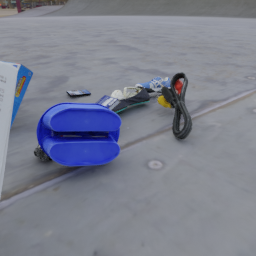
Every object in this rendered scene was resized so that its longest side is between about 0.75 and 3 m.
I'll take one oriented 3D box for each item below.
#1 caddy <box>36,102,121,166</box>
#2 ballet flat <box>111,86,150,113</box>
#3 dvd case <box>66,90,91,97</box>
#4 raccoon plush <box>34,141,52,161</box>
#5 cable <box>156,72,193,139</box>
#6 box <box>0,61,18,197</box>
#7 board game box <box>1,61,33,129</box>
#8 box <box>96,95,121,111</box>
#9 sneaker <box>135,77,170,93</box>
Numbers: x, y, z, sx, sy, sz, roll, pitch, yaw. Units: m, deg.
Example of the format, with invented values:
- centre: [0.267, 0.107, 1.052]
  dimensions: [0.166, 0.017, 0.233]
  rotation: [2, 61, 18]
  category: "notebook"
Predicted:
- centre: [-1.125, 0.138, 6.828]
  dimensions: [2.088, 1.476, 1.096]
  rotation: [1, 9, -21]
  category: "caddy"
- centre: [-0.143, -1.039, 10.042]
  dimensions: [2.252, 0.823, 0.823]
  rotation: [-22, 34, -36]
  category: "ballet flat"
- centre: [-2.053, -1.457, 11.663]
  dimensions: [0.882, 0.077, 0.629]
  rotation: [-9, 26, -26]
  category: "dvd case"
- centre: [-2.100, 0.316, 7.313]
  dimensions: [0.539, 0.746, 1.113]
  rotation: [14, 27, -14]
  category: "raccoon plush"
- centre: [1.731, -0.786, 9.091]
  dimensions: [0.727, 1.403, 2.889]
  rotation: [33, 24, -33]
  category: "cable"
- centre: [-3.224, 0.208, 3.754]
  dimensions: [2.561, 2.205, 2.574]
  rotation: [19, 52, -36]
  category: "box"
- centre: [-4.238, -1.120, 8.962]
  dimensions: [1.981, 2.023, 0.565]
  rotation: [14, -10, 30]
  category: "board game box"
- centre: [-0.721, -0.725, 8.821]
  dimensions: [0.655, 0.175, 1.082]
  rotation: [-43, 29, -11]
  category: "box"
- centre: [1.029, -1.748, 11.378]
  dimensions: [1.640, 0.632, 0.621]
  rotation: [-4, 5, -27]
  category: "sneaker"
